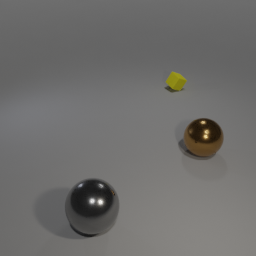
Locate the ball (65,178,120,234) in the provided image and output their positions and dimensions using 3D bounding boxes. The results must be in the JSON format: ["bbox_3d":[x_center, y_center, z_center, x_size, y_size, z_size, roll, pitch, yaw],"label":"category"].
[{"bbox_3d":[-0.918,2.001,7.242,1.400,1.400,1.400,0,31,0],"label":"ball"}]

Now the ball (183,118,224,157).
[{"bbox_3d":[2.708,0.335,10.073,1.400,1.400,1.400,0,31,0],"label":"ball"}]

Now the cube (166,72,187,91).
[{"bbox_3d":[2.627,-2.546,15.274,0.700,0.700,0.700,6,36,-41],"label":"cube"}]
